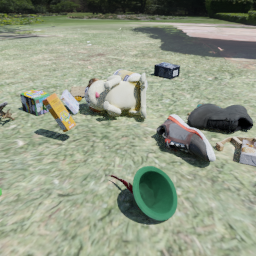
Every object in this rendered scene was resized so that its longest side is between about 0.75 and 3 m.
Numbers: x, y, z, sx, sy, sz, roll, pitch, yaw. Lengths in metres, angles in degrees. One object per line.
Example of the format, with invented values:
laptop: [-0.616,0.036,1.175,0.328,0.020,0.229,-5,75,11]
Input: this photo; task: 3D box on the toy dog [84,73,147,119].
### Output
toy dog: [-0.573,-1.567,12.631,2.786,1.944,2.701,0,19,3]

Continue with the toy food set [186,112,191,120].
toy food set: [2.903,-0.562,12.521,0.527,0.131,0.829,7,27,14]

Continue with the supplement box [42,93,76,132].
supplement box: [-2.486,-0.541,10.188,0.479,1.392,0.463,-11,26,49]

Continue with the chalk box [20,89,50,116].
chalk box: [-4.122,-1.149,12.881,1.405,0.877,0.871,19,33,31]

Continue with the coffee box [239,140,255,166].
coffee box: [4.110,0.828,9.438,0.573,0.399,1.002,11,29,21]

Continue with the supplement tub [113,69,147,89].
supplement tub: [0.062,-2.369,14.876,1.240,1.240,1.718,-23,34,-37]

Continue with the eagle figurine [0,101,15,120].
eagle figurine: [-5.657,-0.574,11.776,1.357,1.029,1.024,9,48,7]

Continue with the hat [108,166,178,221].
hat: [0.365,1.876,7.594,1.356,1.441,1.637,17,50,-25]

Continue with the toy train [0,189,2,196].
toy train: [-4.107,1.760,7.766,1.261,0.263,0.356,4,17,9]

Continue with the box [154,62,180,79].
box: [2.527,-3.726,18.173,1.368,0.732,1.015,22,34,37]

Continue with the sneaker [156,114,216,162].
sneaker: [1.912,0.536,9.759,1.119,1.053,2.732,-34,33,-7]

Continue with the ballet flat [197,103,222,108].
ballet flat: [3.858,-0.868,12.914,1.339,0.454,0.484,13,10,32]

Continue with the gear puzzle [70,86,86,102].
gear puzzle: [-2.598,-1.787,14.912,0.966,0.244,1.864,-1,29,-7]

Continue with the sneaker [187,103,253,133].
sneaker: [3.725,-0.331,11.189,2.685,1.020,1.219,-6,34,-6]

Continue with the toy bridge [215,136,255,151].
toy bridge: [3.986,0.521,10.240,1.730,0.235,0.581,-6,26,-13]

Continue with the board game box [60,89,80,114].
board game box: [-2.658,-1.216,12.928,0.201,0.975,0.973,-34,22,12]
